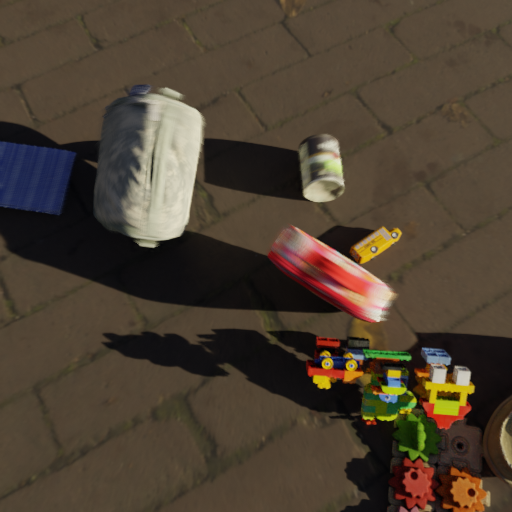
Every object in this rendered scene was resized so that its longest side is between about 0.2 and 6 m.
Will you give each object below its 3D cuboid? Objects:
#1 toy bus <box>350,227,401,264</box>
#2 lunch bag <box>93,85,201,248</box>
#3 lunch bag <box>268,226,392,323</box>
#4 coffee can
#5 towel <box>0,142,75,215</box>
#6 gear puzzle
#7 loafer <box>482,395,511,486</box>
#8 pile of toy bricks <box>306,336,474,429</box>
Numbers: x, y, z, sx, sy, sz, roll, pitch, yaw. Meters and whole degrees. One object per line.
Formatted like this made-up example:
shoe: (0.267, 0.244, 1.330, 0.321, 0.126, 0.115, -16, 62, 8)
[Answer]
toy bus: (2.554, -0.260, 11.934, 1.085, 0.353, 0.425, -33, 67, -15)
lunch bag: (-2.046, -1.711, 10.830, 1.959, 2.358, 2.812, 6, 98, -22)
lunch bag: (1.373, 0.329, 10.444, 2.296, 2.022, 0.941, 32, 90, -4)
coffee can: (1.445, -1.947, 12.469, 0.894, 0.894, 1.222, -3, 64, -1)
towel: (-5.311, -1.765, 12.599, 2.191, 0.261, 1.586, 8, 72, 0)
gear puzzle: (3.292, 3.617, 9.931, 1.780, 0.450, 3.436, 10, 64, 5)
loafer: (5.472, 2.667, 9.977, 3.497, 1.179, 1.329, -37, 71, -17)
pile of toy bricks: (2.268, 2.420, 10.173, 2.832, 1.571, 1.398, 5, 101, 0)
